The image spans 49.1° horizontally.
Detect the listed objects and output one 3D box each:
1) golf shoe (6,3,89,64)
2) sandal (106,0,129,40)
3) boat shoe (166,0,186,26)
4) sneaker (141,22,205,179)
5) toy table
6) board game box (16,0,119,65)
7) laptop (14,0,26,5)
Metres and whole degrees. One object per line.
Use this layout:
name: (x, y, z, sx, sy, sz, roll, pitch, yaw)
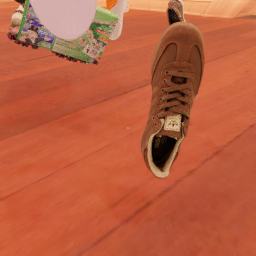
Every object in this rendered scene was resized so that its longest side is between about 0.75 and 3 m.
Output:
golf shoe: (-1.927, -2.606, 7.760, 2.522, 1.161, 0.916, 17, -10, -18)
sandal: (-0.248, -2.746, 6.650, 0.523, 1.366, 0.391, 9, 4, 25)
boat shoe: (1.305, -2.725, 7.413, 0.494, 1.374, 0.409, 17, 63, 29)
sneaker: (0.786, -0.330, 4.596, 0.907, 2.575, 0.973, 4, 30, -6)
toy table: (-0.824, -1.848, 3.507, 1.194, 1.298, 0.760, 2, 28, -10)
board game box: (-1.080, -1.830, 5.043, 1.550, 1.043, 0.226, 13, 39, -26)
laptop: (-2.512, -4.265, 9.237, 2.470, 1.439, 2.787, 25, 9, -24)
